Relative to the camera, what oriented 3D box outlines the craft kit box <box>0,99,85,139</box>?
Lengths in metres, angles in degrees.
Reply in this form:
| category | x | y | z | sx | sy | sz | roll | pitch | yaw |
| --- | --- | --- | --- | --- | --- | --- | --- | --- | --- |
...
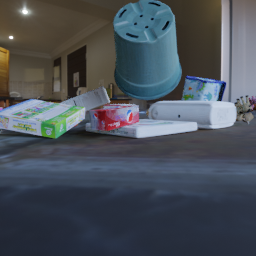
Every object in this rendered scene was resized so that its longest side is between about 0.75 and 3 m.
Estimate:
| category | x | y | z | sx | sy | sz | roll | pitch | yaw |
| --- | --- | --- | --- | --- | --- | --- | --- | --- | --- |
| craft kit box | -2.597 | -0.354 | 8.476 | 1.993 | 0.490 | 2.018 | 7 | 19 | 13 |

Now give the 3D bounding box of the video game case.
| category | x | y | z | sx | sy | sz | roll | pitch | yaw |
| --- | --- | --- | --- | --- | --- | --- | --- | --- | --- |
| video game case | 0.434 | -0.040 | 9.194 | 2.751 | 0.326 | 2.504 | -6 | 8 | -41 |

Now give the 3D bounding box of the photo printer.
| category | x | y | z | sx | sy | sz | roll | pitch | yaw |
| --- | --- | --- | --- | --- | --- | --- | --- | --- | --- |
| photo printer | 2.515 | -0.587 | 11.434 | 2.988 | 1.038 | 2.486 | 5 | 7 | 41 |

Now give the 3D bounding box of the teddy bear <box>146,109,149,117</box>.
| category | x | y | z | sx | sy | sz | roll | pitch | yaw |
| --- | --- | --- | --- | --- | --- | --- | --- | --- | --- |
| teddy bear | 1.957 | -0.663 | 14.665 | 1.889 | 0.870 | 2.606 | -7 | 15 | -14 |

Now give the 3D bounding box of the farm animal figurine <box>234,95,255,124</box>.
| category | x | y | z | sx | sy | sz | roll | pitch | yaw |
| --- | --- | --- | --- | --- | --- | --- | --- | --- | --- |
| farm animal figurine | 5.013 | -0.649 | 12.565 | 2.028 | 1.069 | 2.050 | -16 | -13 | 39 |

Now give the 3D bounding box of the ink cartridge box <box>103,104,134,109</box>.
| category | x | y | z | sx | sy | sz | roll | pitch | yaw |
| --- | --- | --- | --- | --- | --- | --- | --- | --- | --- |
| ink cartridge box | -0.400 | -0.723 | 13.828 | 1.575 | 0.890 | 2.150 | -1 | 5 | -2 |

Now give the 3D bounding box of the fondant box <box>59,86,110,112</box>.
| category | x | y | z | sx | sy | sz | roll | pitch | yaw |
| --- | --- | --- | --- | --- | --- | --- | --- | --- | --- |
| fondant box | -2.280 | -1.075 | 13.266 | 2.780 | 0.810 | 2.006 | -21 | 5 | 0 |

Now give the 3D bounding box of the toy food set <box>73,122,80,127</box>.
| category | x | y | z | sx | sy | sz | roll | pitch | yaw |
| --- | --- | --- | --- | --- | --- | --- | --- | --- | --- |
| toy food set | -2.548 | -0.189 | 11.140 | 1.278 | 0.314 | 1.291 | -2 | 5 | -23 |

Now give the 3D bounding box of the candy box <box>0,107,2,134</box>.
| category | x | y | z | sx | sy | sz | roll | pitch | yaw |
| --- | --- | --- | --- | --- | --- | --- | --- | --- | --- |
| candy box | -5.300 | -0.316 | 9.133 | 1.896 | 0.848 | 2.781 | -1 | 5 | -33 |

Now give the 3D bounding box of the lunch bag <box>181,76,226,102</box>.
| category | x | y | z | sx | sy | sz | roll | pitch | yaw |
| --- | --- | --- | --- | --- | --- | --- | --- | --- | --- |
| lunch bag | 3.788 | -1.342 | 13.533 | 2.417 | 2.055 | 1.540 | -4 | 21 | -44 |

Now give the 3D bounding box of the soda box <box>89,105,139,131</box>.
| category | x | y | z | sx | sy | sz | roll | pitch | yaw |
| --- | --- | --- | --- | --- | --- | --- | --- | --- | --- |
| soda box | -0.325 | -0.307 | 7.762 | 0.579 | 0.524 | 1.654 | 3 | 11 | 32 |

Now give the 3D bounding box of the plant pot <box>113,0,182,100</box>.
| category | x | y | z | sx | sy | sz | roll | pitch | yaw |
| --- | --- | --- | --- | --- | --- | --- | --- | --- | --- |
| plant pot | 0.604 | -2.653 | 9.369 | 2.502 | 2.502 | 2.450 | 1 | -29 | 7 |
